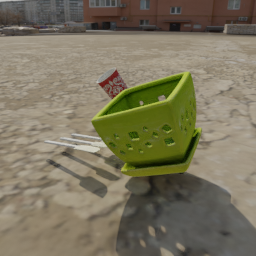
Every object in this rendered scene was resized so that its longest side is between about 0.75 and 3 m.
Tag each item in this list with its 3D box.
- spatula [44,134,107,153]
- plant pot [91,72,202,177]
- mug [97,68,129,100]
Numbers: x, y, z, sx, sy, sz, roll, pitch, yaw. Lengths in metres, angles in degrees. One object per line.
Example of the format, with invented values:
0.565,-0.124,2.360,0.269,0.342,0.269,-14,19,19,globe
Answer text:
-1.079,0.367,6.914,1.807,0.145,1.256,6,14,35,spatula
0.576,0.000,5.940,1.771,1.615,1.780,-11,21,30,plant pot
-0.362,-1.420,9.765,0.818,1.227,1.089,-26,26,27,mug
